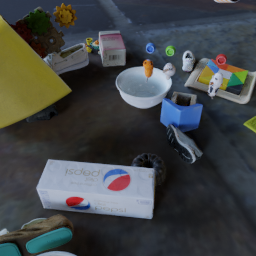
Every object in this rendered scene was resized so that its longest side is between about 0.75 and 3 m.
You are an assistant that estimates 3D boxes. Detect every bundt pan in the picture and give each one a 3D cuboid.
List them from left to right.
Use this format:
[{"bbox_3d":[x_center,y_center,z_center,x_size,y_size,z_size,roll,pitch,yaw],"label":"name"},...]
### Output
[{"bbox_3d":[0.571,1.108,7.791,1.066,0.400,1.066,0,43,0],"label":"bundt pan"}]

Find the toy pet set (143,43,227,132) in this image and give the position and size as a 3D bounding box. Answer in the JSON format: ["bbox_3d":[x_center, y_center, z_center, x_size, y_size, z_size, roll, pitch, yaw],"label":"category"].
[{"bbox_3d":[1.586,-1.166,8.815,2.534,2.366,1.346,11,35,12],"label":"toy pet set"}]

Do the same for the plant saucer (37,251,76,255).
[{"bbox_3d":[-1.465,3.389,5.251,1.977,0.496,1.977,0,43,0],"label":"plant saucer"}]

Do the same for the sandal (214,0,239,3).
[{"bbox_3d":[2.886,-3.869,7.557,0.937,0.701,2.445,25,-5,-29],"label":"sandal"}]

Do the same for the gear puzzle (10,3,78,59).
[{"bbox_3d":[-2.769,-2.787,8.701,2.885,1.494,0.378,-33,36,0],"label":"gear puzzle"}]

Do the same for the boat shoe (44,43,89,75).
[{"bbox_3d":[-2.971,-2.857,11.421,2.960,1.262,1.093,-23,48,-23],"label":"boat shoe"}]

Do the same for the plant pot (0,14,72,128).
[{"bbox_3d":[-4.147,-1.804,8.957,2.642,2.996,2.995,-44,49,-2],"label":"plant pot"}]

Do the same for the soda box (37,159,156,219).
[{"bbox_3d":[-0.722,1.508,6.995,2.781,0.885,0.947,5,43,4],"label":"soda box"}]

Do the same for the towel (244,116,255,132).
[{"bbox_3d":[4.812,0.260,8.858,0.912,0.191,2.119,-24,48,-25],"label":"towel"}]

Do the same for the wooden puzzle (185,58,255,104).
[{"bbox_3d":[3.746,-2.012,11.110,2.451,0.456,2.267,19,46,19],"label":"wooden puzzle"}]

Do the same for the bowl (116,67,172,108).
[{"bbox_3d":[0.552,-1.331,10.058,1.969,0.885,1.969,0,43,0],"label":"bowl"}]

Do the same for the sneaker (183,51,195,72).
[{"bbox_3d":[2.652,-3.037,12.020,0.550,0.731,1.468,5,42,7],"label":"sneaker"}]

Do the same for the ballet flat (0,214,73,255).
[{"bbox_3d":[-2.363,2.462,6.169,2.278,0.773,0.824,-18,25,-19],"label":"ballet flat"}]

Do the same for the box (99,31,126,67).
[{"bbox_3d":[-0.708,-3.515,12.335,0.988,0.842,1.545,-7,49,-9],"label":"box"}]

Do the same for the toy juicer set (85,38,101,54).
[{"bbox_3d":[-1.523,-3.858,13.151,1.438,0.391,0.915,21,47,21],"label":"toy juicer set"}]

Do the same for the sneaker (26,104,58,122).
[{"bbox_3d":[-2.882,-0.443,9.485,1.094,0.415,0.496,-27,59,-21],"label":"sneaker"}]

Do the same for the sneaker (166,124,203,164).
[{"bbox_3d":[1.658,0.439,8.472,0.595,0.554,1.500,-13,50,-27],"label":"sneaker"}]
